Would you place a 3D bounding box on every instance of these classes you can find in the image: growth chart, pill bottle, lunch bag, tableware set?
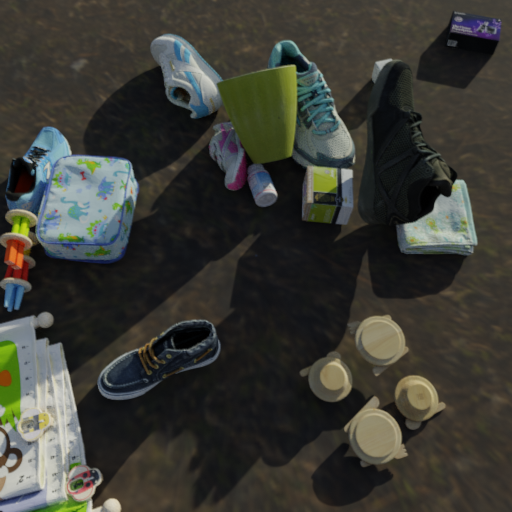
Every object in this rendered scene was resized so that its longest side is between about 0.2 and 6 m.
[{"bbox_3d":[-4.221,2.865,9.150,2.964,0.363,4.096,-23,63,-11],"label":"growth chart"},{"bbox_3d":[0.096,-1.458,11.433,0.465,0.465,0.855,-14,59,-7],"label":"pill bottle"},{"bbox_3d":[-3.286,-0.943,10.921,1.716,0.880,2.134,2,61,-1],"label":"lunch bag"},{"bbox_3d":[2.005,2.211,9.400,1.908,0.265,2.284,-28,73,-16],"label":"tableware set"}]

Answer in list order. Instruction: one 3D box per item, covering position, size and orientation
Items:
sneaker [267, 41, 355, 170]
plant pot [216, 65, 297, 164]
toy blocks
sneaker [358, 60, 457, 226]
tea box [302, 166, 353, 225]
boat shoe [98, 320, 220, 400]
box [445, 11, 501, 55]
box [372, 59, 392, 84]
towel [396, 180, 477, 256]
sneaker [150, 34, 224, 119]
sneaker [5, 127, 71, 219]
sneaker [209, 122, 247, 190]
[{"bbox_3d":[1.030,-3.169,11.817,1.283,1.427,3.306,-23,64,-13],"label":"sneaker"},{"bbox_3d":[0.171,-2.749,11.165,1.584,1.584,1.693,-15,104,-8],"label":"plant pot"},{"bbox_3d":[-4.338,0.120,10.129,0.550,1.263,1.515,5,60,-14],"label":"toy blocks"},{"bbox_3d":[2.913,-2.065,10.340,1.757,1.172,3.067,9,95,42],"label":"sneaker"},{"bbox_3d":[1.410,-1.206,11.149,0.928,0.631,0.944,6,59,-2],"label":"tea box"},{"bbox_3d":[-1.677,1.677,9.415,2.183,0.991,0.772,-21,63,-11],"label":"boat shoe"},{"bbox_3d":[5.283,-5.433,13.645,1.175,0.463,0.829,13,59,7],"label":"box"},{"bbox_3d":[2.973,-4.166,12.921,0.417,0.485,0.487,-14,62,-7],"label":"box"},{"bbox_3d":[3.509,-0.790,11.112,1.452,0.408,1.696,1,61,0],"label":"towel"},{"bbox_3d":[-1.721,-4.090,12.631,1.001,0.948,2.478,-35,65,-18],"label":"sneaker"},{"bbox_3d":[-4.404,-1.763,11.299,0.877,1.006,2.237,6,61,3],"label":"sneaker"},{"bbox_3d":[-0.595,-2.095,11.712,0.789,0.728,1.788,-2,55,4],"label":"sneaker"}]
